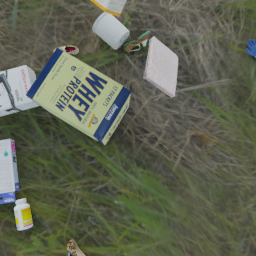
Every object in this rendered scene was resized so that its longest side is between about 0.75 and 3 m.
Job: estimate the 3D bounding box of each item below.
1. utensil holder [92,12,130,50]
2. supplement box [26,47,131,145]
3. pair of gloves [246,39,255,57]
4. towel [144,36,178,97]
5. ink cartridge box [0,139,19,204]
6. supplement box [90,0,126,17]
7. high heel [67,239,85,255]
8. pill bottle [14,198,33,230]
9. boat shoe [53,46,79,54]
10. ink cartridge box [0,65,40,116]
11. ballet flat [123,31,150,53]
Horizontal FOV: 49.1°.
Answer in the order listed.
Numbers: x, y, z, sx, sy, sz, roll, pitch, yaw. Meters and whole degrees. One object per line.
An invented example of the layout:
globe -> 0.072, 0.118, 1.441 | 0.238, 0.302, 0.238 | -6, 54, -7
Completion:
utensil holder -> -0.671, -3.889, 11.250 | 1.177, 1.001, 1.001 | 43, 86, 1
supplement box -> -1.571, -0.926, 10.029 | 2.778, 2.780, 1.867 | 31, 83, 2
pair of gloves -> 5.565, -3.304, 11.612 | 1.341, 0.153, 1.078 | -22, 83, -3
towel -> 0.988, -1.720, 8.007 | 1.289, 0.218, 1.350 | 25, 66, -40
ink cartridge box -> -5.104, 1.732, 10.946 | 1.448, 0.509, 2.427 | -9, 81, 0
supplement box -> -0.431, -4.742, 8.929 | 1.179, 0.688, 1.871 | 48, 123, 31
high heel -> -1.715, 4.769, 10.644 | 1.322, 0.472, 0.942 | 5, 91, 9
pill bottle -> -4.030, 3.296, 10.750 | 0.577, 0.577, 1.108 | -12, 85, -1
boat shoe -> -2.566, -3.214, 11.489 | 1.044, 0.361, 0.385 | -6, 85, -1
ink cartridge box -> -4.681, -1.416, 11.048 | 2.105, 0.886, 1.522 | -16, 85, -2
ballet flat -> 0.436, -3.486, 11.524 | 1.290, 0.438, 0.467 | -31, 106, -3
